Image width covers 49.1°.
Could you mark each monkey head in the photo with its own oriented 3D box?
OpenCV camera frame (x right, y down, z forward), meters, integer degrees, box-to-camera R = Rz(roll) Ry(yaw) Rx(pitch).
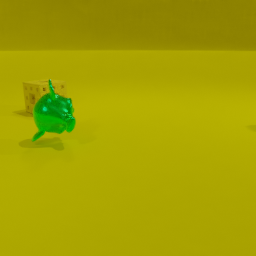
[{"bbox_3d":[-1.529,-0.254,5.817,0.829,1.375,0.989,13,13,-28],"label":"monkey head"}]

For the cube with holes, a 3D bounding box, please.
[{"bbox_3d":[-2.566,-0.975,8.749,0.942,0.942,0.942,13,22,39],"label":"cube with holes"}]
